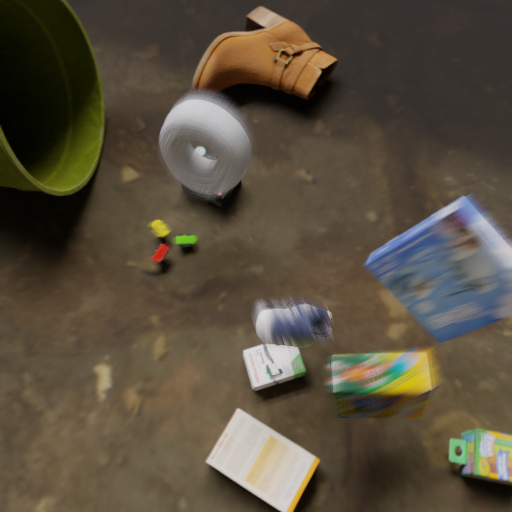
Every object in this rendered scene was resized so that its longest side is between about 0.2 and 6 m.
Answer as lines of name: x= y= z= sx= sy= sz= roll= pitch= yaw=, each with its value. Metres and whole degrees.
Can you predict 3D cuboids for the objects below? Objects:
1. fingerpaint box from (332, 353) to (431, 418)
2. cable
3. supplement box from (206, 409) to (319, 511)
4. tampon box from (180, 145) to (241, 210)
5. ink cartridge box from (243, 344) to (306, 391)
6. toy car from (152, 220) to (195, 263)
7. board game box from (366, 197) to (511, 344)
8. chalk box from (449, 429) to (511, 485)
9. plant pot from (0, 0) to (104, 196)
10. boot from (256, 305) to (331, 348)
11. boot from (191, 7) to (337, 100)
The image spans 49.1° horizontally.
fingerpaint box: x=1.647 y=1.780 z=7.498 sx=1.184 sy=1.419 sz=0.520 roll=-3 pitch=61 yaw=9
cable: x=-0.832 y=-1.684 z=8.865 sx=1.518 sy=1.518 sz=0.525 roll=47 pitch=48 yaw=-22
supplement box: x=0.098 y=3.191 z=8.697 sx=1.495 sy=0.550 sz=0.942 roll=30 pitch=72 yaw=11
tampon box: x=-0.860 y=-1.474 z=10.496 sx=0.955 sy=0.603 sz=0.716 roll=30 pitch=72 yaw=11
ink cartridge box: x=0.290 y=1.791 z=9.338 sx=0.903 sy=0.381 sz=0.659 roll=-17 pitch=70 yaw=-6
toy car: x=-1.503 y=-0.248 z=10.163 sx=0.778 sy=0.184 sz=0.826 roll=-1 pitch=67 yaw=-11
board game box: x=2.705 y=0.278 z=7.743 sx=1.696 sy=1.704 sz=0.370 roll=44 pitch=46 yaw=-7
chalk box: x=3.567 y=3.099 z=8.662 sx=1.109 sy=0.686 sz=0.690 roll=9 pitch=69 yaw=3
plant pot: x=-4.990 y=-2.748 z=9.794 sx=3.337 sy=3.466 sz=3.466 roll=0 pitch=68 yaw=13
boot: x=0.820 y=1.042 z=8.210 sx=0.825 sy=1.826 sz=0.664 roll=-6 pitch=85 yaw=32
boot: x=0.174 y=-3.648 z=11.264 sx=2.062 sy=1.019 sz=2.656 roll=38 pitch=67 yaw=9
